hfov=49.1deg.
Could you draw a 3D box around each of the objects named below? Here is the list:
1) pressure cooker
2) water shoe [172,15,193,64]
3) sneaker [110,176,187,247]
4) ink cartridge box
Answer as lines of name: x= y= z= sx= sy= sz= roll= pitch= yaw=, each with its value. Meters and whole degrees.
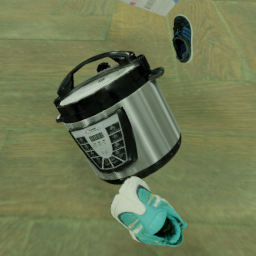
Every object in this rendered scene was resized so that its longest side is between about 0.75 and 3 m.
pressure cooker: x=-0.225 y=-0.265 z=4.852 sx=1.767 sy=2.009 sz=1.795 roll=-35 pitch=19 yaw=-20
water shoe: x=1.533 y=-2.593 z=7.966 sx=0.526 sy=1.470 sz=0.580 roll=-15 pitch=-9 yaw=34
sneaker: x=0.365 y=1.188 z=3.374 sx=0.677 sy=1.700 sz=0.659 roll=28 pitch=78 yaw=35
ink cartridge box: x=0.401 y=-4.368 z=7.654 sx=2.253 sy=1.448 sz=1.411 roll=12 pitch=73 yaw=-19
